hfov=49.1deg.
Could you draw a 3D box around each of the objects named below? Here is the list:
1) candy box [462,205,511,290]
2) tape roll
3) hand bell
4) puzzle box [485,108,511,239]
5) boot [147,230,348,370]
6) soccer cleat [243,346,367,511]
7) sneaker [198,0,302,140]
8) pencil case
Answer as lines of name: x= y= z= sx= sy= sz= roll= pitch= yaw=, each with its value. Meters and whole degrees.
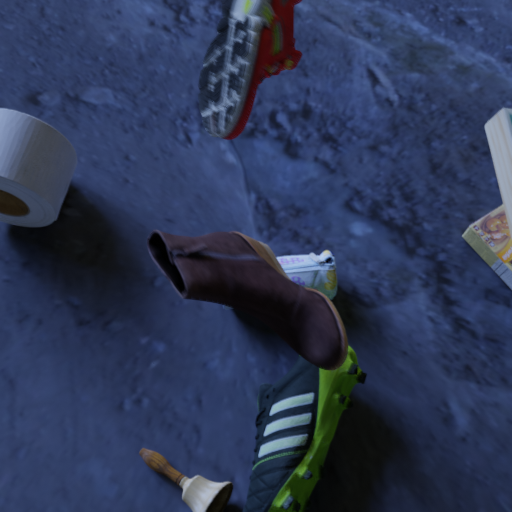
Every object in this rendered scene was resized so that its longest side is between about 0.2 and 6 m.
candy box: x=4.343 y=-0.068 z=9.404 sx=0.873 sy=0.418 sz=1.512 roll=-31 pitch=68 yaw=-15
tape roll: x=-4.023 y=-1.404 z=9.285 sx=1.769 sy=1.769 sz=1.215 roll=9 pitch=65 yaw=4
hand bell: x=-1.099 y=3.149 z=7.921 sx=1.409 sy=0.734 sz=0.734 roll=26 pitch=67 yaw=26
puzzle box: x=3.548 y=-0.228 z=5.933 sx=1.844 sy=0.352 sz=2.772 roll=5 pitch=66 yaw=-15
boot: x=-0.127 y=0.539 z=6.715 sx=1.902 sy=0.827 sz=2.286 roll=3 pitch=38 yaw=-45
soccer cleat: x=0.435 y=2.582 z=7.969 sx=1.272 sy=1.059 sz=3.138 roll=17 pitch=68 yaw=34
sneaker: x=0.085 y=-2.741 z=7.544 sx=1.171 sy=1.062 sz=2.758 roll=25 pitch=72 yaw=-35
pencil case: x=0.336 y=0.382 z=8.950 sx=1.928 sy=0.875 sz=0.802 roll=-6 pitch=75 yaw=-2
